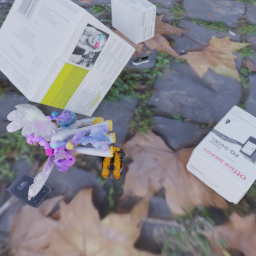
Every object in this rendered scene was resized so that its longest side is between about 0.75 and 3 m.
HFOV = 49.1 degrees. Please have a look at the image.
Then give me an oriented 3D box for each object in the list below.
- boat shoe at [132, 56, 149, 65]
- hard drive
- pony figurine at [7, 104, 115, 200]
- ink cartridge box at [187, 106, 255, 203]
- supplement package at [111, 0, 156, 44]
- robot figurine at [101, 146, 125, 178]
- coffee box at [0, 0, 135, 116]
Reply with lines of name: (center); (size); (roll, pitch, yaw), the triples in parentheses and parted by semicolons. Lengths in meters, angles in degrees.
boat shoe: (0.540, -2.874, 11.836); (0.751, 0.213, 0.258); (-16, 52, -13)
hard drive: (-2.791, 1.785, 7.953); (1.077, 0.228, 0.726); (25, 54, 19)
pony figurine: (-1.902, 0.384, 8.007); (2.943, 2.451, 2.841); (-3, 13, 1)
ink cartridge box: (3.151, 0.710, 8.261); (1.730, 0.993, 2.382); (37, 60, 22)
supplement package: (0.218, -5.079, 12.814); (1.080, 1.517, 1.948); (-29, 56, -22)
robot figurine: (-0.479, 1.011, 8.549); (0.759, 0.305, 1.047); (3, 51, 3)
coffee box: (-2.108, -2.472, 9.123); (2.856, 2.829, 2.861); (42, 104, 28)
